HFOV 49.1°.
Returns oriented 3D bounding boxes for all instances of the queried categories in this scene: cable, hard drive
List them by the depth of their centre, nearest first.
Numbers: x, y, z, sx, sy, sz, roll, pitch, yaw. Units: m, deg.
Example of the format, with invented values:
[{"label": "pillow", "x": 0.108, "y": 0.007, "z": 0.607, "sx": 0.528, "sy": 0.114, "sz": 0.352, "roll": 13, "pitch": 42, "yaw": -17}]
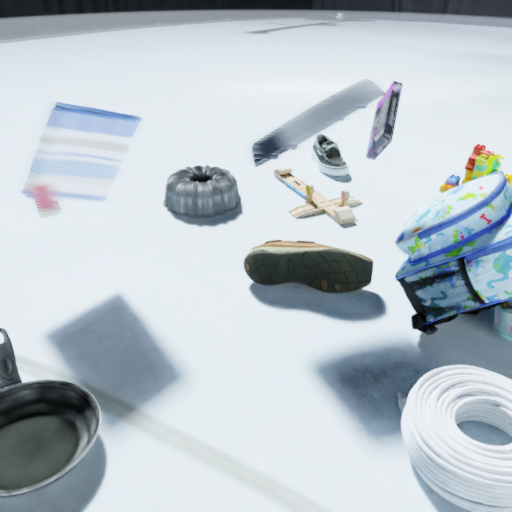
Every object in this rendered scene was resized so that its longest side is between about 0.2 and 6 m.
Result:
[{"label": "cable", "x": 2.916, "y": 2.285, "z": 7.177, "sx": 2.046, "sy": 0.708, "sz": 2.046, "roll": 4, "pitch": 31, "yaw": 7}, {"label": "hard drive", "x": 0.998, "y": -2.299, "z": 9.613, "sx": 2.180, "sy": 0.461, "sz": 1.470, "roll": -33, "pitch": 10, "yaw": -22}]

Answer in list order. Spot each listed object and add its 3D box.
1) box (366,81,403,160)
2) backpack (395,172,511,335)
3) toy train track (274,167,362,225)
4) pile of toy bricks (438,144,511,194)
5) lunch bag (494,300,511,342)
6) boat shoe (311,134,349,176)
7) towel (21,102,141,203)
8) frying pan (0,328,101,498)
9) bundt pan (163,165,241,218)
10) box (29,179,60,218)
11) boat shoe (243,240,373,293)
[{"label": "box", "x": 2.865, "y": -3.007, "z": 12.547, "sx": 0.264, "sy": 1.046, "sz": 1.463, "roll": 17, "pitch": 75, "yaw": -5}, {"label": "backpack", "x": 3.747, "y": -0.213, "z": 9.242, "sx": 2.601, "sy": 1.912, "sz": 2.381, "roll": -20, "pitch": 14, "yaw": 40}, {"label": "toy train track", "x": 1.395, "y": -1.715, "z": 14.152, "sx": 1.908, "sy": 0.541, "sz": 3.327, "roll": -14, "pitch": 33, "yaw": -23}, {"label": "pile of toy bricks", "x": 5.298, "y": -1.761, "z": 13.162, "sx": 1.796, "sy": 1.598, "sz": 3.238, "roll": 23, "pitch": 38, "yaw": 33}, {"label": "lunch bag", "x": 4.963, "y": 0.997, "z": 9.404, "sx": 1.748, "sy": 0.674, "sz": 1.402, "roll": 12, "pitch": 29, "yaw": 19}, {"label": "boat shoe", "x": 2.032, "y": -2.916, "z": 15.971, "sx": 0.750, "sy": 0.738, "sz": 2.081, "roll": -9, "pitch": 32, "yaw": -15}, {"label": "towel", "x": -3.125, "y": -1.738, "z": 10.005, "sx": 1.594, "sy": 2.171, "sz": 0.258, "roll": 0, "pitch": 52, "yaw": -38}, {"label": "frying pan", "x": -3.482, "y": 2.160, "z": 7.608, "sx": 3.190, "sy": 0.519, "sz": 1.930, "roll": 21, "pitch": 36, "yaw": 34}, {"label": "bundt pan", "x": -1.349, "y": -1.690, "z": 13.905, "sx": 1.987, "sy": 0.746, "sz": 1.987, "roll": 1, "pitch": 31, "yaw": 0}, {"label": "box", "x": -3.339, "y": -0.913, "z": 8.877, "sx": 0.295, "sy": 0.541, "sz": 0.346, "roll": -16, "pitch": 20, "yaw": -10}, {"label": "boat shoe", "x": 1.014, "y": 0.068, "z": 10.770, "sx": 2.451, "sy": 0.927, "sz": 0.905, "roll": 7, "pitch": 28, "yaw": 9}]
